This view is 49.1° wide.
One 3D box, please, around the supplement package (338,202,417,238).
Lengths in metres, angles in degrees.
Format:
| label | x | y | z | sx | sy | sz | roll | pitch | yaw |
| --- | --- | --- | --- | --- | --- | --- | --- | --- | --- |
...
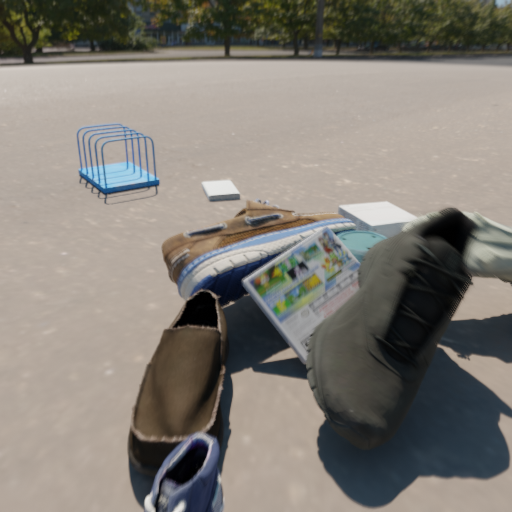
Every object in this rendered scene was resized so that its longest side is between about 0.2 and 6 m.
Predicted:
| label | x | y | z | sx | sy | sz | roll | pitch | yaw |
| --- | --- | --- | --- | --- | --- | --- | --- | --- | --- |
| supplement package | 2.200 | -0.409 | 10.221 | 1.081 | 0.832 | 1.131 | -7 | 25 | -21 |

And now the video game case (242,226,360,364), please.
| label | x | y | z | sx | sy | sz | roll | pitch | yaw |
| --- | --- | --- | --- | --- | --- | --- | --- | --- | --- |
| video game case | 0.792 | 0.477 | 7.430 | 1.477 | 0.162 | 1.346 | -33 | 73 | -18 |

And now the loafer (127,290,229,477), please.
| label | x | y | z | sx | sy | sz | roll | pitch | yaw |
| --- | --- | --- | --- | --- | --- | --- | --- | --- | --- |
| loafer | -0.850 | 1.262 | 6.315 | 1.013 | 0.991 | 2.777 | 0 | 24 | 0 |

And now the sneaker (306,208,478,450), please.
| label | x | y | z | sx | sy | sz | roll | pitch | yaw |
| --- | --- | --- | --- | --- | --- | --- | --- | --- | --- |
| sneaker | 1.637 | 0.575 | 6.329 | 1.269 | 1.517 | 3.342 | 35 | 49 | -5 |

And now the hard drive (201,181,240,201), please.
| label | x | y | z | sx | sy | sz | roll | pitch | yaw |
| --- | --- | --- | --- | --- | --- | --- | --- | --- | --- |
| hard drive | -0.885 | -1.617 | 13.811 | 0.761 | 0.152 | 1.153 | -6 | 24 | -13 |

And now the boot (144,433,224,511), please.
| label | x | y | z | sx | sy | sz | roll | pitch | yaw |
| --- | --- | --- | --- | --- | --- | --- | --- | --- | --- |
| boot | -0.799 | 2.235 | 4.361 | 0.661 | 0.820 | 1.816 | 8 | 25 | 17 |

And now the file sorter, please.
| label | x | y | z | sx | sy | sz | roll | pitch | yaw |
| --- | --- | --- | --- | --- | --- | --- | --- | --- | --- |
| file sorter | -3.668 | -2.620 | 14.649 | 1.475 | 1.304 | 2.126 | -14 | 27 | -30 |

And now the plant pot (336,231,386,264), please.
| label | x | y | z | sx | sy | sz | roll | pitch | yaw |
| --- | --- | --- | --- | --- | --- | --- | --- | --- | --- |
| plant pot | 1.539 | 0.285 | 8.352 | 1.691 | 1.139 | 1.691 | 0 | 23 | 0 |

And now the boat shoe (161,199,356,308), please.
| label | x | y | z | sx | sy | sz | roll | pitch | yaw |
| --- | --- | --- | --- | --- | --- | --- | --- | --- | --- |
| boat shoe | 0.143 | -0.276 | 8.613 | 3.431 | 1.239 | 1.242 | -15 | 56 | -41 |

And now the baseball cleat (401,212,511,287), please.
| label | x | y | z | sx | sy | sz | roll | pitch | yaw |
| --- | --- | --- | --- | --- | --- | --- | --- | --- | --- |
| baseball cleat | 3.679 | 0.172 | 8.232 | 3.103 | 1.651 | 1.082 | 7 | 57 | 16 |
